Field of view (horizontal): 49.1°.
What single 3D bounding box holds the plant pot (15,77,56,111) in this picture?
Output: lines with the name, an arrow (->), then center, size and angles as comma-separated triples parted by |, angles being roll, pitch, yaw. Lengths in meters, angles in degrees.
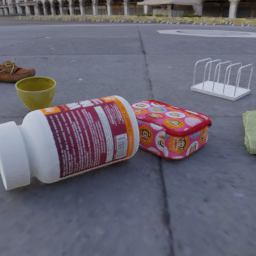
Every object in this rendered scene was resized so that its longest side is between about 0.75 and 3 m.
plant pot -> -3.298, -1.161, 10.220 | 1.378, 0.978, 1.378 | 2, 32, -1

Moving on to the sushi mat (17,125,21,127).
sushi mat -> -3.426, -0.008, 8.937 | 0.896, 0.054, 0.429 | -4, 26, -9

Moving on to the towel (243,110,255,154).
towel -> 4.247, 0.048, 7.962 | 1.808, 0.445, 2.437 | -2, 24, 21

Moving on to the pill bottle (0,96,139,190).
pill bottle -> -1.373, 0.289, 6.409 | 2.988, 1.637, 1.637 | -14, 28, -28

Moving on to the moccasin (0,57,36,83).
moccasin -> -5.955, -2.894, 13.883 | 2.856, 1.102, 1.045 | 7, 26, 16

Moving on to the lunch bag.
lunch bag -> 1.077, -0.084, 8.114 | 2.435, 0.998, 2.145 | 21, 28, 37

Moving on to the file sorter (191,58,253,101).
file sorter -> 4.079, -2.204, 12.174 | 1.467, 1.317, 2.115 | -22, 32, -40
